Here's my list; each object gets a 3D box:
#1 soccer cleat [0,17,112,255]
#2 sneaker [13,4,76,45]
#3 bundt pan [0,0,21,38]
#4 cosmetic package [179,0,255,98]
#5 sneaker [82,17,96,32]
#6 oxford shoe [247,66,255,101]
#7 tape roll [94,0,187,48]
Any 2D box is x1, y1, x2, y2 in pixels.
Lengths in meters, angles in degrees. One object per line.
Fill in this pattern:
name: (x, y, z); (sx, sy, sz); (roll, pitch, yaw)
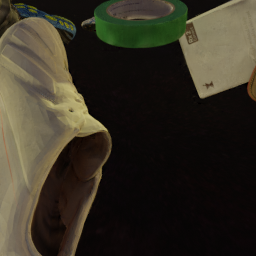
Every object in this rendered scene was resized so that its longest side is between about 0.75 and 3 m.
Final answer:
soccer cleat: (-0.624, -0.038, 2.203); (1.045, 0.933, 2.693); (-15, 48, 13)
sneaker: (-2.563, -2.911, 8.047); (2.071, 0.858, 0.734); (13, 37, -26)
bundt pan: (-3.825, -2.146, 6.662); (2.776, 2.776, 1.042); (-20, 48, -20)
cosmetic package: (2.033, -1.801, 6.074); (1.523, 1.522, 1.846); (-19, 18, 19)
sneaker: (-0.907, -3.732, 9.648); (1.583, 0.569, 0.574); (-24, 91, -25)
oxford shoe: (2.919, -1.273, 4.642); (0.766, 2.176, 0.814); (35, 21, -8)
tape roll: (0.199, -1.698, 4.366); (1.418, 0.341, 1.418); (-2, 39, 2)
